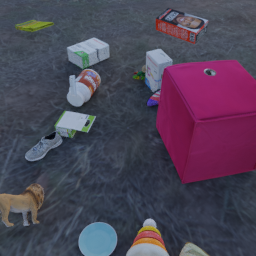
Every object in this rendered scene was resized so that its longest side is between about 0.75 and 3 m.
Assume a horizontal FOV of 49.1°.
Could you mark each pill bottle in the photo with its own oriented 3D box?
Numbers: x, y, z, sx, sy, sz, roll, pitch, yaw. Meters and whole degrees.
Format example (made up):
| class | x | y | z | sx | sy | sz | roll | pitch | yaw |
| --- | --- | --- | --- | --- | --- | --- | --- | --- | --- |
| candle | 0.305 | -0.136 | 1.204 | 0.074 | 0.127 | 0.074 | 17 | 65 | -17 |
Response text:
| class | x | y | z | sx | sy | sz | roll | pitch | yaw |
| --- | --- | --- | --- | --- | --- | --- | --- | --- | --- |
| pill bottle | -1.990 | -1.784 | 12.526 | 1.000 | 1.000 | 1.782 | 12 | 45 | 13 |

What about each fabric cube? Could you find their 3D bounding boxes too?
| class | x | y | z | sx | sy | sz | roll | pitch | yaw |
| --- | --- | --- | --- | --- | --- | --- | --- | --- | --- |
| fabric cube | 2.785 | -0.291 | 9.521 | 2.815 | 2.869 | 2.860 | -7 | 43 | -9 |

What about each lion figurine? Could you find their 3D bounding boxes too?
| class | x | y | z | sx | sy | sz | roll | pitch | yaw |
| --- | --- | --- | --- | --- | --- | --- | --- | --- | --- |
| lion figurine | -3.152 | 2.159 | 7.913 | 0.717 | 1.978 | 1.211 | -20 | 69 | 24 |

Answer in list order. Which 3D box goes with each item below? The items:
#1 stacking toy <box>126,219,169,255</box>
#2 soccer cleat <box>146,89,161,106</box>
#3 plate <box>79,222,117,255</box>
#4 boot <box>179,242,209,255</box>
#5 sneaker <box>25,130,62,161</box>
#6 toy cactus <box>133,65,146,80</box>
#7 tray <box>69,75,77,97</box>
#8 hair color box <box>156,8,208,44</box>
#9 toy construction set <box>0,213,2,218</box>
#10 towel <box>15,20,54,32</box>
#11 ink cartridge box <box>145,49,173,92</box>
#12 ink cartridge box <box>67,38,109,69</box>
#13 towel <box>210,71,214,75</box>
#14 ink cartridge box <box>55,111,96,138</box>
| class | x | y | z | sx | sy | sz | roll | pitch | yaw |
| --- | --- | --- | --- | --- | --- | --- | --- | --- | --- |
| stacking toy | 0.582 | 3.002 | 7.484 | 1.100 | 1.100 | 1.505 | 6 | 27 | 6 |
| soccer cleat | 1.683 | -1.385 | 12.395 | 1.971 | 0.672 | 0.721 | -27 | 61 | -25 |
| plate | -0.833 | 3.141 | 7.794 | 1.065 | 0.136 | 1.065 | 1 | 43 | -1 |
| boot | 1.804 | 3.698 | 6.871 | 1.520 | 0.553 | 1.181 | 28 | 49 | 29 |
| sneaker | -3.119 | 0.595 | 10.203 | 0.569 | 0.625 | 1.524 | 27 | 49 | 27 |
| toy cactus | 0.782 | -2.724 | 13.593 | 1.132 | 0.934 | 0.579 | -7 | 62 | -9 |
| tray | -2.159 | -1.633 | 10.922 | 0.091 | 0.817 | 0.439 | -10 | 11 | -34 |
| hair color box | 2.203 | -4.259 | 11.619 | 1.936 | 0.593 | 0.982 | 30 | 63 | 25 |
| toy construction set | -4.337 | 2.633 | 7.684 | 1.890 | 1.576 | 1.452 | 3 | 24 | 19 |
| towel | -3.555 | -3.865 | 10.504 | 0.890 | 0.187 | 2.069 | -31 | 34 | -23 |
| ink cartridge box | 1.378 | -2.543 | 12.815 | 0.727 | 1.717 | 1.241 | -17 | 45 | -18 |
| ink cartridge box | -2.116 | -4.078 | 15.177 | 1.870 | 0.786 | 1.365 | -32 | 51 | -30 |
| towel | 5.047 | -2.699 | 14.029 | 1.783 | 0.320 | 1.851 | 1 | 42 | 1 |
| ink cartridge box | -2.050 | -0.097 | 11.052 | 1.351 | 0.512 | 0.999 | 11 | 43 | 10 |
